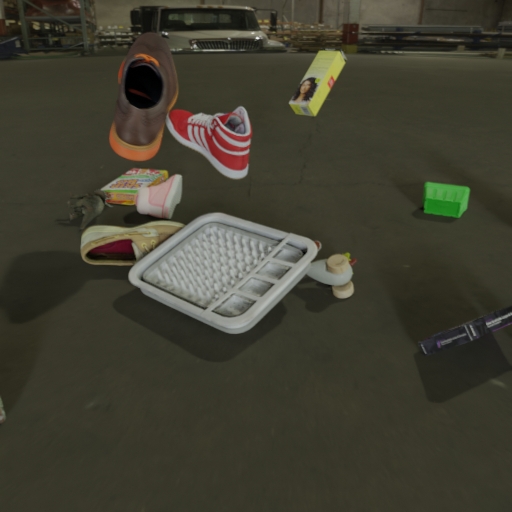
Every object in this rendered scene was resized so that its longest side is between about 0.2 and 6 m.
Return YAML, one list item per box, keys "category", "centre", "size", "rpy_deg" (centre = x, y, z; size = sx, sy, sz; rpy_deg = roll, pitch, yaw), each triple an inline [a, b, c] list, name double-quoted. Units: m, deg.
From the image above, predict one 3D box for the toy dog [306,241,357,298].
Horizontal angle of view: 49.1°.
- category: "toy dog"
  centre: [1.213, 0.135, 10.238]
  size: [1.530, 1.009, 0.737]
  rpy_deg: [32, 50, 21]

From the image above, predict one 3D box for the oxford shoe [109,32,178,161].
- category: "oxford shoe"
  centre: [-2.046, -3.428, 10.849]
  size: [1.220, 1.243, 3.427]
  rpy_deg: [8, 53, -15]

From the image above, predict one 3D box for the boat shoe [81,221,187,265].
- category: "boat shoe"
  centre: [-2.281, -0.142, 11.008]
  size: [2.303, 0.852, 0.765]
  rpy_deg: [-5, 37, -3]

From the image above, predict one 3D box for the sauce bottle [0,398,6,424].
- category: "sauce bottle"
  centre: [-4.118, 2.056, 6.432]
  size: [2.229, 0.721, 0.721]
  rpy_deg: [-20, 32, -34]

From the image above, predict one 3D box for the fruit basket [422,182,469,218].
- category: "fruit basket"
  centre: [4.653, -1.452, 13.760]
  size: [1.139, 0.822, 1.139]
  rpy_deg: [-5, 42, 5]

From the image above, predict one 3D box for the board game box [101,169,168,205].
- category: "board game box"
  centre: [-3.329, -1.891, 15.144]
  size: [1.092, 0.343, 2.285]
  rpy_deg: [6, 29, 13]

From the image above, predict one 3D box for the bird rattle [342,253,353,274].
- category: "bird rattle"
  centre: [1.469, 0.274, 10.678]
  size: [0.766, 0.432, 0.625]
  rpy_deg: [-30, 24, -29]

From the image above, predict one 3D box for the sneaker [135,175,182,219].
- category: "sneaker"
  centre: [-2.421, -1.538, 13.867]
  size: [0.999, 0.719, 1.911]
  rpy_deg: [7, 30, 2]

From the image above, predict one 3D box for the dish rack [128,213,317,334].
- category: "dish rack"
  centre: [-0.561, 0.289, 9.766]
  size: [2.789, 0.607, 2.393]
  rpy_deg: [20, 47, 35]

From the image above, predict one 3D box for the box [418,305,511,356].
- category: "box"
  centre: [3.284, 1.056, 8.287]
  size: [1.483, 0.268, 1.060]
  rpy_deg: [-13, -16, -26]

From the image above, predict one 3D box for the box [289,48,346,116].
- category: "box"
  centre: [1.450, -4.073, 13.076]
  size: [0.630, 0.419, 1.674]
  rpy_deg: [18, 73, 38]

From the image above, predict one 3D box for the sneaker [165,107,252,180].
- category: "sneaker"
  centre: [-0.951, -2.693, 11.484]
  size: [2.283, 1.284, 0.813]
  rpy_deg: [39, 52, 20]

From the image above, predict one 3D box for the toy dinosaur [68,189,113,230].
- category: "toy dinosaur"
  centre: [-3.948, -1.181, 13.238]
  size: [0.877, 0.660, 1.715]
  rpy_deg: [-10, 24, -6]
